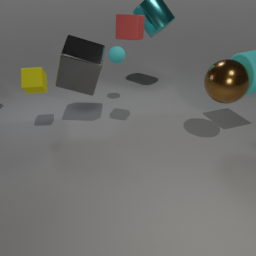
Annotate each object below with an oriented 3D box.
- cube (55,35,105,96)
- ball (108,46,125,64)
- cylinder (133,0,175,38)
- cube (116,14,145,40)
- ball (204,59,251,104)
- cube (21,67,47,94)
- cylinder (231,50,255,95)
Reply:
[{"bbox_3d":[-1.720,-2.265,10.169,1.400,1.400,1.400,14,44,-12],"label":"cube"},{"bbox_3d":[-0.470,-3.071,11.779,0.700,0.700,0.700,0,29,0],"label":"ball"},{"bbox_3d":[1.180,-5.114,12.747,1.400,1.400,1.400,-37,9,7],"label":"cylinder"},{"bbox_3d":[0.068,-3.065,8.508,0.700,0.700,0.700,9,22,16],"label":"cube"},{"bbox_3d":[3.160,-1.482,8.965,1.400,1.400,1.400,0,29,0],"label":"ball"},{"bbox_3d":[-3.258,-1.642,9.754,0.700,0.700,0.700,-4,-10,-3],"label":"cube"},{"bbox_3d":[4.394,-1.941,9.571,1.400,1.400,1.400,-13,32,-16],"label":"cylinder"}]
